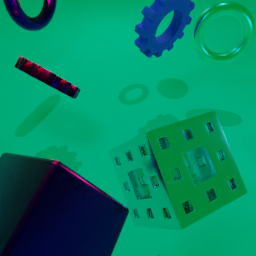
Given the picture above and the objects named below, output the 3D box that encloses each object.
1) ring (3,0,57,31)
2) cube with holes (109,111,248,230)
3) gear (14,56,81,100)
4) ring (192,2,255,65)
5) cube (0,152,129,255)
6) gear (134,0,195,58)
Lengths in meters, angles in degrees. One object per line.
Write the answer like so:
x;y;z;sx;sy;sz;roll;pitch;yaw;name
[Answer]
-2.590;-3.583;7.533;0.374;1.868;1.868;15;46;22;ring
0.634;0.598;3.931;1.166;1.166;1.166;-16;82;-30;cube with holes
-1.783;-1.112;6.308;1.460;1.460;0.270;29;91;26;gear
2.610;-2.554;7.696;1.688;1.688;0.338;4;31;4;ring
-0.957;1.102;3.060;1.201;1.201;1.201;1;56;44;cube
0.920;-2.591;6.993;1.747;1.747;0.323;-31;63;-28;gear
